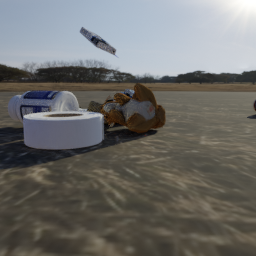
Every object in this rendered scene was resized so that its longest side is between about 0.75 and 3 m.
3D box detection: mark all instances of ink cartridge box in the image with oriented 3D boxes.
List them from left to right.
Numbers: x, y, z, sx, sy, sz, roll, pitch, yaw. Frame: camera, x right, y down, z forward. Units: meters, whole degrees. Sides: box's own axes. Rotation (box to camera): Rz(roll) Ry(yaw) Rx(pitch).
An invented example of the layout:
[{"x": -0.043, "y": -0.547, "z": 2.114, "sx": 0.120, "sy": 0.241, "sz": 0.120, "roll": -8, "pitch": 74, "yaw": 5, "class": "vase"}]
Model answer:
[{"x": -0.848, "y": -2.684, "z": 8.818, "sx": 1.074, "sy": 0.233, "sz": 1.064, "roll": 12, "pitch": 29, "yaw": -52, "class": "ink cartridge box"}]

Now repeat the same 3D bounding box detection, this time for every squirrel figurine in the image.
[{"x": 0.119, "y": -0.402, "z": 8.075, "sx": 1.782, "sy": 1.261, "sz": 1.663, "roll": 11, "pitch": -11, "yaw": -44, "class": "squirrel figurine"}]

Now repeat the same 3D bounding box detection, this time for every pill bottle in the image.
[{"x": -2.556, "y": -0.557, "z": 8.329, "sx": 1.980, "sy": 1.099, "sz": 1.099, "roll": 5, "pitch": 10, "yaw": 26, "class": "pill bottle"}]

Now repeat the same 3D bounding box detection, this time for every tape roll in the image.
[{"x": -1.451, "y": -0.002, "z": 6.410, "sx": 1.780, "sy": 0.622, "sz": 1.780, "roll": 0, "pitch": 8, "yaw": 0, "class": "tape roll"}]

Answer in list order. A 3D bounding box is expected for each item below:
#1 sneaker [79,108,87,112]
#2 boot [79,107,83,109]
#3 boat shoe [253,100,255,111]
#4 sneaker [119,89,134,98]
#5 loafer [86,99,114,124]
[{"x": -1.461, "y": -0.578, "z": 10.220, "sx": 0.880, "sy": 0.561, "sz": 1.522, "roll": 7, "pitch": 13, "yaw": 24, "class": "sneaker"}, {"x": -2.240, "y": -0.811, "z": 11.797, "sx": 1.206, "sy": 0.675, "sz": 1.743, "roll": 7, "pitch": 24, "yaw": 16, "class": "boot"}, {"x": 6.468, "y": -0.965, "z": 12.183, "sx": 2.204, "sy": 0.785, "sz": 0.690, "roll": 2, "pitch": 10, "yaw": -19, "class": "boat shoe"}, {"x": 0.319, "y": -1.265, "z": 13.190, "sx": 1.245, "sy": 1.077, "sz": 2.873, "roll": 3, "pitch": 8, "yaw": -16, "class": "sneaker"}, {"x": -0.321, "y": -0.579, "z": 9.420, "sx": 2.373, "sy": 0.800, "sz": 0.902, "roll": -7, "pitch": 11, "yaw": -37, "class": "loafer"}]
